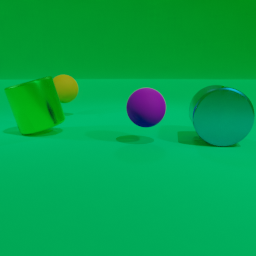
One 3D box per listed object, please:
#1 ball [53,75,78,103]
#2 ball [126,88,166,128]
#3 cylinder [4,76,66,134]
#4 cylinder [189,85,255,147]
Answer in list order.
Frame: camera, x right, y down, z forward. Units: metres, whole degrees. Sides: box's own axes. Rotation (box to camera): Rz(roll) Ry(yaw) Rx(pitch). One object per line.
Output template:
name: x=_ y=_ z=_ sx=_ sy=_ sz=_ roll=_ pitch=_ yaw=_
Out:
ball: x=-2.298 y=-1.394 z=10.044 sx=1.013 sy=1.013 sz=1.013 roll=0 pitch=11 yaw=0
ball: x=0.391 y=-0.439 z=6.068 sx=0.862 sy=0.862 sz=0.862 roll=0 pitch=11 yaw=0
cylinder: x=-2.341 y=-0.596 z=7.134 sx=1.196 sy=1.196 sz=1.196 roll=-14 pitch=14 yaw=4
cylinder: x=2.028 y=-0.322 z=6.277 sx=1.228 sy=1.228 sz=1.228 roll=2 pitch=11 yaw=8
